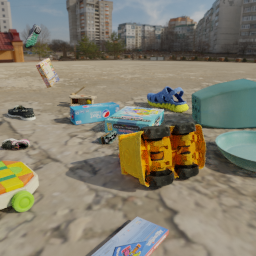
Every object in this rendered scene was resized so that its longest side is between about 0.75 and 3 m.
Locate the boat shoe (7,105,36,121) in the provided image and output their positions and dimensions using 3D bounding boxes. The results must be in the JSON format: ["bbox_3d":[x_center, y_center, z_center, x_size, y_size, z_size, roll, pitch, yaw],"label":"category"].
[{"bbox_3d":[-5.103,-0.807,13.381,1.931,0.582,0.730,11,21,31],"label":"boat shoe"}]

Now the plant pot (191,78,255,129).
[{"bbox_3d":[4.168,-0.990,12.130,2.581,1.823,1.824,-7,18,-3],"label":"plant pot"}]

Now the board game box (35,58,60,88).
[{"bbox_3d":[-3.025,-2.091,10.614,0.215,0.930,0.705,-11,27,23],"label":"board game box"}]

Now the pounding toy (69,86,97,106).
[{"bbox_3d":[-2.629,-1.753,15.510,1.929,1.106,1.103,10,16,30],"label":"pounding toy"}]

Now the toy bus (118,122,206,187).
[{"bbox_3d":[0.750,0.643,7.812,2.179,1.479,2.092,-8,3,-31],"label":"toy bus"}]

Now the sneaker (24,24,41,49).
[{"bbox_3d":[-3.109,-2.955,9.048,0.353,0.805,0.300,43,11,34],"label":"sneaker"}]

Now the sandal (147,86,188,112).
[{"bbox_3d":[2.128,-1.693,15.204,1.117,1.223,2.809,-17,22,-38],"label":"sandal"}]

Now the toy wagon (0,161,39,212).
[{"bbox_3d":[-3.477,1.462,6.250,2.745,0.543,2.129,-14,22,-38],"label":"toy wagon"}]

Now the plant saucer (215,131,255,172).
[{"bbox_3d":[4.142,0.745,8.584,2.869,0.516,2.869,-1,18,0],"label":"plant saucer"}]

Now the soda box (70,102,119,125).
[{"bbox_3d":[-1.501,-0.694,12.838,2.170,0.696,0.736,-8,19,-26],"label":"soda box"}]

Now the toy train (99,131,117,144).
[{"bbox_3d":[-0.718,0.344,10.185,0.481,0.360,0.844,-3,15,22],"label":"toy train"}]

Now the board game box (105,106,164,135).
[{"bbox_3d":[0.356,-0.333,11.900,1.850,0.575,2.451,6,18,18],"label":"board game box"}]

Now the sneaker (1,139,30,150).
[{"bbox_3d":[-3.782,0.570,9.414,0.902,0.362,0.389,-7,20,-17],"label":"sneaker"}]

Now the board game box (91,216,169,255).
[{"bbox_3d":[0.054,2.085,4.947,0.744,0.140,1.444,11,20,35],"label":"board game box"}]
